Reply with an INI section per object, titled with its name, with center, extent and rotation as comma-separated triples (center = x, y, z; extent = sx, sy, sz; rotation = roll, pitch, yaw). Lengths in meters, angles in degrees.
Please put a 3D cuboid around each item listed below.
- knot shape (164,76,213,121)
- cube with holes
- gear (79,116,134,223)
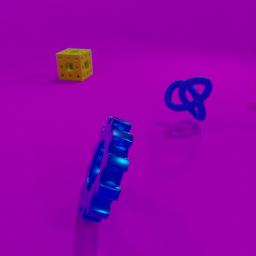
[knot shape]
center = 1.474, -0.782, 7.071
extent = 1.177, 1.257, 0.581
rotation = 15, 38, 29
[cube with holes]
center = -2.040, -2.452, 10.804
extent = 0.977, 0.977, 0.977
rotation = 7, 28, 16
[gear]
center = -0.359, 0.604, 4.262
extent = 0.288, 1.557, 1.557
rotation = 19, 24, -14
